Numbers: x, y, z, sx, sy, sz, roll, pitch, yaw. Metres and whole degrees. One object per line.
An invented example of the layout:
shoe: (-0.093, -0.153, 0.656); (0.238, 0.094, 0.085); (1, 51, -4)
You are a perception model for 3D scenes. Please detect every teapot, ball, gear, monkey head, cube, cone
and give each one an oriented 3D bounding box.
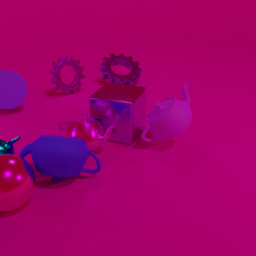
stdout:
teapot: (-0.997, 0.076, 6.687); (1.654, 0.810, 1.028); (8, 10, 25)
ball: (-2.198, 0.980, 5.052); (1.020, 1.020, 1.020); (0, 29, 0)
teapot: (0.987, -0.325, 6.789); (1.765, 0.864, 1.097); (-46, 25, -5)
gear: (-0.280, -2.247, 10.842); (1.569, 0.290, 1.569); (5, 56, -8)
monkey head: (-2.698, 0.553, 5.711); (0.698, 0.833, 1.158); (27, 71, -9)
cube: (-0.240, -0.417, 7.395); (1.163, 1.163, 1.163); (10, 31, 17)
cone: (-3.836, -1.123, 9.055); (1.228, 1.228, 1.232); (-8, -2, -15)
teapot: (-1.476, 0.635, 5.759); (1.886, 0.923, 1.173); (9, 2, -5)
gear: (-2.114, -1.857, 9.795); (1.253, 1.253, 0.232); (-21, 23, -33)
